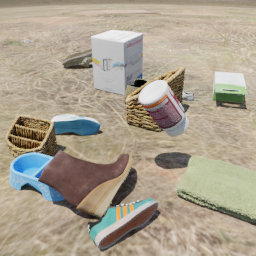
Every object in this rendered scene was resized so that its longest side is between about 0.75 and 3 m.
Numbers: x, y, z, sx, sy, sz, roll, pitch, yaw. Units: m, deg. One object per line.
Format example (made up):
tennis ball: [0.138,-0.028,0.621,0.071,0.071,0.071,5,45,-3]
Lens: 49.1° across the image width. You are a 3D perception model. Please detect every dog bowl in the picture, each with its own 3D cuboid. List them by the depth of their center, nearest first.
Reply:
dog bowl: [-2.637,1.445,8.807,2.418,0.599,1.348,13,33,19]

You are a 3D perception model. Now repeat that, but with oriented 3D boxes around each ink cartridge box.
ink cartridge box: [5.135,-1.975,14.281,1.479,0.845,2.849,8,32,13]
ink cartridge box: [-0.528,-3.581,15.029,2.046,2.829,2.083,16,34,25]

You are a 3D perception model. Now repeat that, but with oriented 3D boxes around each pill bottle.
pill bottle: [1.147,-0.550,8.576,0.965,1.691,0.965,-26,36,21]

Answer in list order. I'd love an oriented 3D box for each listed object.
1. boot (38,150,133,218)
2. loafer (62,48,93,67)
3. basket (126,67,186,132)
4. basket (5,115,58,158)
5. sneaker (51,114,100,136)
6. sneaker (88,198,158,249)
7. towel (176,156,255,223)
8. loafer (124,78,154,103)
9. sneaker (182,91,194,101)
boot: [-1.118,1.178,8.276,2.092,0.910,2.516,33,43,0]
loafer: [-2.937,-4.455,18.406,2.872,0.981,1.087,-16,30,5]
basket: [1.102,-1.531,12.304,2.040,2.129,2.858,16,35,25]
basket: [-3.513,0.380,9.969,1.659,1.236,1.184,13,33,19]
sneaker: [-2.138,-0.213,11.420,2.072,0.793,0.837,4,29,2]
sneaker: [-0.129,2.268,7.306,1.988,0.709,0.794,-22,42,-30]
towel: [2.942,1.768,8.376,2.680,0.489,1.989,15,35,22]
loafer: [0.889,-2.052,14.279,1.108,0.982,2.913,19,36,29]
sneaker: [2.729,-1.694,14.207,1.264,0.447,0.462,6,31,10]
